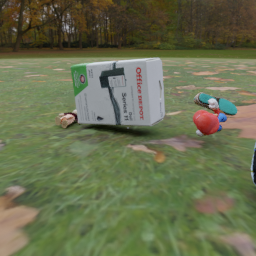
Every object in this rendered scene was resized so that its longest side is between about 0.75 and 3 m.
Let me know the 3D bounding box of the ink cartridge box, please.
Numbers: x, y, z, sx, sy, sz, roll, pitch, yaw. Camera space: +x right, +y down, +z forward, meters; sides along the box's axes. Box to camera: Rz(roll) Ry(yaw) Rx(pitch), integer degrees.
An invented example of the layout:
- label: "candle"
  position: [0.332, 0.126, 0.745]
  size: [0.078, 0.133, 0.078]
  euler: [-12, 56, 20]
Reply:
- label: "ink cartridge box"
  position: [-0.277, -0.990, 7.772]
  size: [2.367, 1.735, 0.983]
  euler: [2, 16, 28]

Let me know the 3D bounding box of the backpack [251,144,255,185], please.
- label: "backpack"
  position: [2.586, 0.361, 4.136]
  size: [1.393, 1.313, 1.708]
  euler: [11, 61, 49]

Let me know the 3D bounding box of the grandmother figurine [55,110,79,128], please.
- label: "grandmother figurine"
  position: [-1.760, -0.320, 8.669]
  size: [0.721, 0.360, 1.188]
  euler: [32, 22, 2]

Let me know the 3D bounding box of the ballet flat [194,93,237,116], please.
- label: "ballet flat"
  position: [2.390, -0.644, 7.740]
  size: [1.301, 0.443, 0.437]
  euler: [22, -18, -14]

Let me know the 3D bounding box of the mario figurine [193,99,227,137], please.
- label: "mario figurine"
  position: [1.882, -0.224, 6.667]
  size: [0.725, 0.845, 1.368]
  euler: [-8, -4, 32]
